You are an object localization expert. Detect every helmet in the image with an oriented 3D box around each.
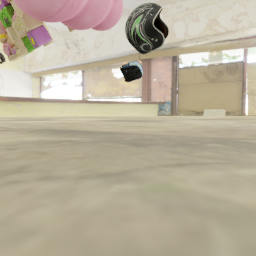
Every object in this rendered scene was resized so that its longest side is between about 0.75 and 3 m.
[{"bbox_3d":[0.517,-2.792,7.776,1.248,1.190,1.248,-27,22,12],"label":"helmet"}]

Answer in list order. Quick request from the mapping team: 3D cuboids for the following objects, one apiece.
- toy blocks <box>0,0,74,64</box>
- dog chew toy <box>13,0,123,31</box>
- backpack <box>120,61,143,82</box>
[{"bbox_3d":[-2.377,-2.242,5.233,2.189,1.842,2.045,-37,23,-28],"label":"toy blocks"},{"bbox_3d":[-0.840,-2.181,4.450,1.295,1.295,2.080,2,-1,34],"label":"dog chew toy"},{"bbox_3d":[0.199,-2.380,11.601,0.832,0.762,0.612,-10,38,24],"label":"backpack"}]
